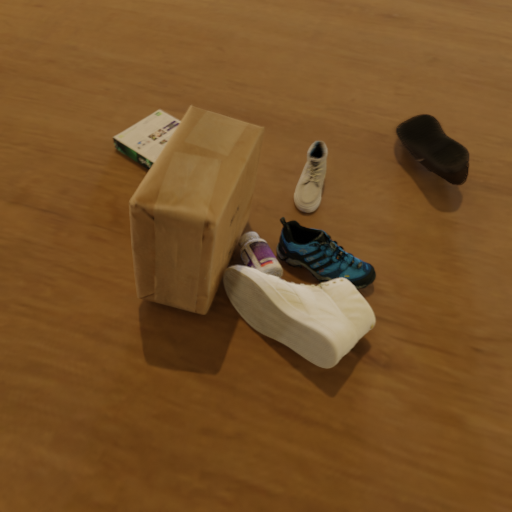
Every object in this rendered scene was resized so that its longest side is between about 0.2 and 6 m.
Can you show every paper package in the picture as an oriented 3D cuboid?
[{"bbox_3d":[-0.975,-0.737,9.392,1.358,2.502,2.625,17,50,4],"label":"paper package"}]

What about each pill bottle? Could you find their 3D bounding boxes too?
[{"bbox_3d":[0.042,0.040,10.061,0.545,0.545,0.977,-18,52,-15],"label":"pill bottle"}]

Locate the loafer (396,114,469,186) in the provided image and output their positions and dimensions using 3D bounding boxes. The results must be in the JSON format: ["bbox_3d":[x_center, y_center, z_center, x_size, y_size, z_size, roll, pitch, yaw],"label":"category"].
[{"bbox_3d":[3.690,-2.191,11.857,0.872,0.852,2.388,-25,39,6],"label":"loafer"}]

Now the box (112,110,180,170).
[{"bbox_3d":[-1.965,-2.407,12.289,1.956,0.355,1.412,33,57,26],"label":"box"}]

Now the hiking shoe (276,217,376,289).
[{"bbox_3d":[1.214,-0.005,9.912,1.904,0.826,0.708,21,53,17],"label":"hiking shoe"}]

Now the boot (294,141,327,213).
[{"bbox_3d":[1.117,-1.654,11.370,0.577,0.750,1.568,8,50,6],"label":"boot"}]

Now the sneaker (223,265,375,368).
[{"bbox_3d":[0.736,0.757,9.358,2.513,0.926,1.452,34,43,29],"label":"sneaker"}]
